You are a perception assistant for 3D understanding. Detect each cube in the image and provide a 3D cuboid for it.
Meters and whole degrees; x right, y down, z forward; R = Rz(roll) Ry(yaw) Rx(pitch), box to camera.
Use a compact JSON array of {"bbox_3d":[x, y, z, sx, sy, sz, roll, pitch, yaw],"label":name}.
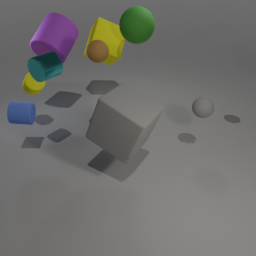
[{"bbox_3d":[-1.036,-3.869,12.692,1.400,1.400,1.400,17,-6,-20],"label":"cube"},{"bbox_3d":[-0.084,-0.171,7.750,1.400,1.400,1.400,33,37,11],"label":"cube"}]

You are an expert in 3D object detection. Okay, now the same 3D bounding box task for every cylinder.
[{"bbox_3d":[-2.313,-1.720,7.862,0.700,0.700,0.700,20,38,31],"label":"cylinder"},{"bbox_3d":[-3.397,-1.603,10.088,0.700,0.700,0.700,-18,0,-28],"label":"cylinder"},{"bbox_3d":[-2.817,-3.418,10.802,1.400,1.400,1.400,13,68,22],"label":"cylinder"},{"bbox_3d":[-3.365,-0.470,8.895,0.700,0.700,0.700,4,30,-5],"label":"cylinder"}]

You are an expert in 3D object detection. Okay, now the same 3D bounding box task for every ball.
[{"bbox_3d":[-0.944,-2.390,8.731,0.700,0.700,0.700,0,30,0],"label":"ball"},{"bbox_3d":[0.356,-4.046,11.047,1.400,1.400,1.400,0,30,0],"label":"ball"},{"bbox_3d":[2.429,-0.669,9.071,0.700,0.700,0.700,0,30,0],"label":"ball"}]
